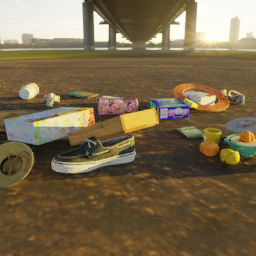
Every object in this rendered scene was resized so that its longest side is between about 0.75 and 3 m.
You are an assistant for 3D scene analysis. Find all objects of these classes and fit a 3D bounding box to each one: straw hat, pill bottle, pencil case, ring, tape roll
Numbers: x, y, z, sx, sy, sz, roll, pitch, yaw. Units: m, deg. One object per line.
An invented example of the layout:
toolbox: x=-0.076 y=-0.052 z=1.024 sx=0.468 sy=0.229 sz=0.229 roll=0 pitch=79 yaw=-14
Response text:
straw hat: x=-3.060 y=1.030 z=7.517 sx=1.313 sy=1.313 sz=0.556 roll=3 pitch=-22 yaw=8
pill bottle: x=-6.030 y=-2.205 z=16.985 sx=0.842 sy=0.842 sz=1.409 roll=0 pitch=19 yaw=1
pencil case: x=-0.465 y=-1.018 z=13.448 sx=1.975 sy=0.817 sz=0.854 roll=-2 pitch=54 yaw=-7
ring: x=3.842 y=-1.597 z=14.849 sx=2.945 sy=0.283 sz=2.945 roll=5 pitch=34 yaw=-3
tape roll: x=4.303 y=0.056 z=10.295 sx=1.365 sy=0.451 sz=1.365 roll=-12 pitch=20 yaw=4

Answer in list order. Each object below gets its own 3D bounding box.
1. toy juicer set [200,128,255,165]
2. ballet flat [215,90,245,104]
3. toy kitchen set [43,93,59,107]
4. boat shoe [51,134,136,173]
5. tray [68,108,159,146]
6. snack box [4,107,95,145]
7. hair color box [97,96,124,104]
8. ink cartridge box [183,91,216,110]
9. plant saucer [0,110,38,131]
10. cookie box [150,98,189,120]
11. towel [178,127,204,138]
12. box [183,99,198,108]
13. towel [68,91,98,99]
toy juicer set: x=3.621 y=0.557 z=8.689 sx=2.835 sy=0.772 sz=1.804 roll=10 pitch=21 yaw=27
ballet flat: x=5.733 y=-1.858 z=16.160 sx=2.032 sy=0.731 sz=0.731 roll=15 pitch=23 yaw=38
toy kitchen set: x=-4.424 y=-1.490 z=15.416 sx=0.969 sy=0.712 sz=1.209 roll=3 pitch=-2 yaw=11
boat shoe: x=-0.976 y=0.643 z=8.199 sx=2.543 sy=0.902 sz=0.917 roll=-9 pitch=20 yaw=-26
tray: x=-0.565 y=0.027 z=8.972 sx=1.429 sy=0.537 sz=2.897 roll=-15 pitch=-1 yaw=-42
snack box: x=-2.862 y=-0.159 z=10.383 sx=2.133 sy=0.856 sz=2.530 roll=5 pitch=16 yaw=43
hair color box: x=-0.942 y=-1.451 z=15.361 sx=1.326 sy=0.430 sz=0.725 roll=8 pitch=20 yaw=27
ink cartridge box: x=3.621 y=-1.498 z=15.009 sx=1.237 sy=0.717 sz=1.676 roll=-13 pitch=21 yaw=-33
plant saucer: x=-4.834 y=-0.296 z=11.848 sx=2.302 sy=0.407 sz=2.302 roll=0 pitch=18 yaw=0
cookie box: x=1.944 y=-0.945 z=13.438 sx=1.455 sy=0.639 sz=1.701 roll=-4 pitch=18 yaw=-10
towel: x=2.463 y=0.168 z=10.937 sx=0.760 sy=0.117 sz=0.997 roll=-5 pitch=20 yaw=-14
box: x=3.015 y=-1.170 z=13.378 sx=0.475 sy=0.186 sz=0.780 roll=38 pitch=18 yaw=30
towel: x=-2.829 y=-2.086 z=17.724 sx=1.581 sy=0.172 sz=1.159 roll=12 pitch=22 yaw=28
